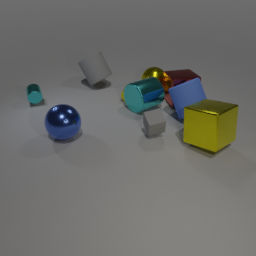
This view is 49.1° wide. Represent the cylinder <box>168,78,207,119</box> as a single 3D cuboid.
[{"bbox_3d":[2.651,-1.286,12.183,1.400,1.400,1.400,-22,5,2],"label":"cylinder"}]

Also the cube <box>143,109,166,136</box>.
[{"bbox_3d":[1.030,-0.218,10.949,0.700,0.700,0.700,-13,53,-9],"label":"cube"}]

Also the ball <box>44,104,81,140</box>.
[{"bbox_3d":[-2.518,-0.230,10.869,1.400,1.400,1.400,0,31,0],"label":"ball"}]

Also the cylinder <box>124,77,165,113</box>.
[{"bbox_3d":[0.754,-1.562,13.136,1.400,1.400,1.400,-22,37,-33],"label":"cylinder"}]

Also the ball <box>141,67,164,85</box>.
[{"bbox_3d":[1.374,-2.521,14.787,1.400,1.400,1.400,0,31,0],"label":"ball"}]

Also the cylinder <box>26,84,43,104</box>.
[{"bbox_3d":[-4.527,-1.658,13.521,0.700,0.700,0.700,-11,45,-18],"label":"cylinder"}]

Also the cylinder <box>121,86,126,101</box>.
[{"bbox_3d":[0.072,-1.764,14.103,0.700,0.700,0.700,7,37,12],"label":"cylinder"}]

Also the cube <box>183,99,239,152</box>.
[{"bbox_3d":[3.009,-0.152,10.249,1.400,1.400,1.400,-21,27,-38],"label":"cube"}]

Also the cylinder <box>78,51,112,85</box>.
[{"bbox_3d":[-1.787,-3.275,15.349,1.400,1.400,1.400,-27,14,7],"label":"cylinder"}]

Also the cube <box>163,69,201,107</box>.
[{"bbox_3d":[2.615,-1.990,13.804,1.400,1.400,1.400,-7,29,-11],"label":"cube"}]
